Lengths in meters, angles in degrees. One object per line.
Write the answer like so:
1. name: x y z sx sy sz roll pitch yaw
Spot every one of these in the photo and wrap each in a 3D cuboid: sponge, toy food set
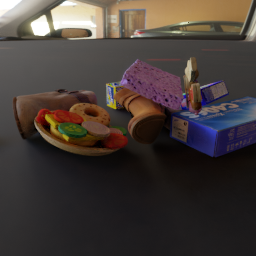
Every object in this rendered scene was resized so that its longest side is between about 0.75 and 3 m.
1. sponge: 0.695 -1.226 7.329 1.439 0.385 2.580 24 21 -1
2. toy food set: 1.426 -0.816 5.941 0.278 1.121 1.764 -6 4 7
3. toy food set: -0.973 -0.017 6.141 2.044 0.497 2.024 0 27 -44

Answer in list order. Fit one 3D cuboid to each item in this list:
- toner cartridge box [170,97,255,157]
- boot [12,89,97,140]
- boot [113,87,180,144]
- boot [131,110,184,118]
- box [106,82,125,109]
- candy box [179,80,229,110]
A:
1. toner cartridge box: 2.614 -0.150 6.917 2.972 0.642 1.412 -13 25 -32
2. boot: -1.811 -0.530 7.301 2.056 0.988 2.812 -12 19 -17
3. boot: 0.263 -0.492 6.852 1.682 0.831 2.166 36 35 25
4. boot: 1.103 -0.331 7.658 1.502 0.518 1.612 -18 31 -41
5. box: 0.396 -1.214 9.523 2.204 0.772 0.708 -12 23 -28
6. candy box: 2.170 -0.950 8.454 1.360 0.524 1.150 -22 5 -42
